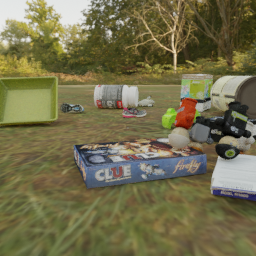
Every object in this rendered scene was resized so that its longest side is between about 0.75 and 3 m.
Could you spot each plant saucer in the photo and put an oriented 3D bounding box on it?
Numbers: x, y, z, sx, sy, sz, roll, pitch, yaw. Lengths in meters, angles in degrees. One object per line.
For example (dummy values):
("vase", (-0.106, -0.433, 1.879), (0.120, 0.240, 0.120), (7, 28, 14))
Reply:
("plant saucer", (-3.645, -0.918, 10.183), (2.197, 0.527, 2.200), (-4, 54, -9))

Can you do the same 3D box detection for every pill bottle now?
("pill bottle", (-0.588, -1.621, 14.537), (2.127, 1.211, 1.211), (2, 11, 11))

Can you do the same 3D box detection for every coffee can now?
("coffee can", (4.785, -1.373, 11.885), (1.697, 1.697, 2.319), (-2, 11, -8))

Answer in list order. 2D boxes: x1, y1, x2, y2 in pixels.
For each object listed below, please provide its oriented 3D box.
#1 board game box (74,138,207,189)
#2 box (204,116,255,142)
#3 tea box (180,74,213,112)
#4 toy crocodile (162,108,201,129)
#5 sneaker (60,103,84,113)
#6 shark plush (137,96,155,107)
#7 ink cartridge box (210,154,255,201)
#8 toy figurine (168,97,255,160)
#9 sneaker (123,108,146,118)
("board game box", (0.158, 0.574, 5.282), (2.149, 0.372, 1.456), (-4, 12, -18))
("box", (2.793, 0.021, 7.712), (1.288, 0.555, 1.055), (-7, 12, -34))
("tea box", (3.475, -1.819, 14.145), (1.196, 1.760, 1.789), (6, 13, 27))
("toy crocodile", (1.915, -0.350, 9.769), (0.707, 0.646, 2.093), (7, 8, 37))
("sneaker", (-2.595, -0.862, 13.050), (1.185, 0.464, 0.533), (8, -5, 16))
("shark plush", (0.858, -1.287, 15.624), (1.326, 0.602, 0.552), (-21, -8, -4))
("ink cartridge box", (2.134, 0.815, 4.084), (1.716, 0.349, 1.720), (4, 12, 22))
("toy figurine", (1.601, 0.149, 5.299), (1.420, 0.988, 1.398), (10, -16, 32))
("sneaker", (0.297, -0.657, 11.694), (1.086, 0.405, 0.438), (-6, 12, -30))
